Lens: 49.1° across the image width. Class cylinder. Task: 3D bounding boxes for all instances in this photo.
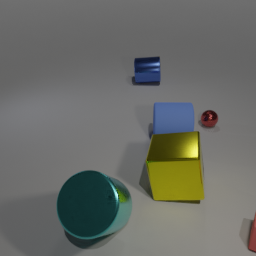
[{"bbox_3d":[-0.714,1.762,6.464,1.400,1.400,1.400,-4,73,12],"label":"cylinder"},{"bbox_3d":[1.665,-0.256,10.489,1.400,1.400,1.400,1,30,3],"label":"cylinder"},{"bbox_3d":[1.098,-3.228,15.607,1.400,1.400,1.400,-2,29,6],"label":"cylinder"}]

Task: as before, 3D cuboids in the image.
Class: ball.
[{"bbox_3d":[3.331,-0.389,11.457,0.700,0.700,0.700,0,30,0],"label":"ball"}]

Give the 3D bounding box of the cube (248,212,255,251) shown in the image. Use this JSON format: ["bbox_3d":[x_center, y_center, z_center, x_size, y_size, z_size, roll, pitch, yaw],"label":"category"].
[{"bbox_3d":[3.250,2.428,6.466,0.700,0.700,0.700,13,27,24],"label":"cube"}]

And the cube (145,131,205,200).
[{"bbox_3d":[1.389,1.062,7.958,1.400,1.400,1.400,-5,28,16],"label":"cube"}]
